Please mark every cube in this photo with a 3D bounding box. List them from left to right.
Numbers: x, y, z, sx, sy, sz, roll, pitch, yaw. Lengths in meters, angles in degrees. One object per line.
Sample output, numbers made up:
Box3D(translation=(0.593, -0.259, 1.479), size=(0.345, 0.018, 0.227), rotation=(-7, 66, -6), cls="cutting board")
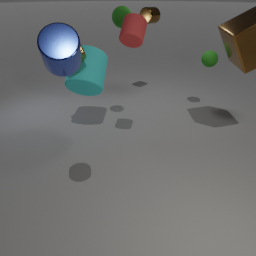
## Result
Box3D(translation=(4.015, -2.890, 9.137), size=(1.400, 1.400, 1.400), rotation=(-26, 30, 11), cls="cube")

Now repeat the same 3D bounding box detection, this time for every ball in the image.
Box3D(translation=(-0.187, -3.676, 9.284), size=(0.700, 0.700, 0.700), rotation=(0, 28, 0), cls="ball")
Box3D(translation=(3.520, -2.976, 12.058), size=(0.700, 0.700, 0.700), rotation=(0, 28, 0), cls="ball")

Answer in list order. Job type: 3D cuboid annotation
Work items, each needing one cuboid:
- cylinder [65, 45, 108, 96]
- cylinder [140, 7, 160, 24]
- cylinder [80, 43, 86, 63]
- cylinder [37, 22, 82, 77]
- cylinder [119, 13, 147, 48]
Box3D(translation=(-1.543, -2.104, 10.438), size=(1.400, 1.400, 1.400), rotation=(7, 73, 2), cls="cylinder")
Box3D(translation=(0.996, -5.115, 12.717), size=(0.700, 0.700, 0.700), rotation=(23, 33, 36), cls="cylinder")
Box3D(translation=(-1.842, -2.565, 9.337), size=(0.700, 0.700, 0.700), rotation=(-18, 76, -30), cls="cylinder")
Box3D(translation=(-1.185, -1.360, 4.938), size=(0.700, 0.700, 0.700), rotation=(-4, -12, -8), cls="cylinder")
Box3D(translation=(0.149, -2.803, 8.084), size=(0.700, 0.700, 0.700), rotation=(8, 73, 15), cls="cylinder")
